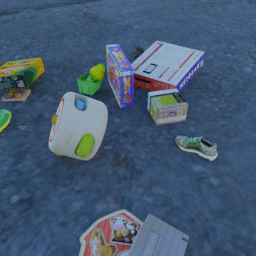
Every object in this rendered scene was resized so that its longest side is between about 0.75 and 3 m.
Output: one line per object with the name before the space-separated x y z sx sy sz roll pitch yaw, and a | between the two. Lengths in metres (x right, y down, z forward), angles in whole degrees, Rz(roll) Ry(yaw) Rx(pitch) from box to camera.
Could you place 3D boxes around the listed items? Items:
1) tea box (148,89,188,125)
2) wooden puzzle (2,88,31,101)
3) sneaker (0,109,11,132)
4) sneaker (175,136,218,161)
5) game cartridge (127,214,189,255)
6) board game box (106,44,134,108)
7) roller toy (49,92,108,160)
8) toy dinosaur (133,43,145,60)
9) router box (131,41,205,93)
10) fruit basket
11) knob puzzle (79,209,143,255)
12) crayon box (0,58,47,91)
tea box | 1.513 -0.838 10.896 1.212 0.810 1.192 -9 40 -11
wooden puzzle | -4.856 -1.484 12.168 0.981 0.227 0.909 3 39 3
sneaker | -5.533 -0.197 9.852 2.699 1.128 1.000 -16 41 -20
sneaker | 2.316 0.479 9.371 1.534 0.680 0.590 22 44 25
game cartridge | 0.612 2.942 6.347 1.179 0.349 1.818 25 40 11
board game box | -0.368 -2.271 11.956 0.570 1.712 2.546 -10 39 -12
roller toy | -1.652 -0.064 8.793 1.488 2.129 1.942 18 75 -20
toy dinosaur | 0.679 -3.688 14.342 0.764 1.495 0.575 -31 6 -9
router box | 1.743 -2.846 13.086 2.620 0.713 2.919 24 53 27
fruit basket | -1.512 -2.185 12.004 0.997 1.382 1.382 14 41 6
knob puzzle | -0.241 2.784 6.826 2.138 0.296 2.138 0 39 0
crayon box | -4.871 -2.486 12.508 1.695 0.678 2.670 -6 29 6
